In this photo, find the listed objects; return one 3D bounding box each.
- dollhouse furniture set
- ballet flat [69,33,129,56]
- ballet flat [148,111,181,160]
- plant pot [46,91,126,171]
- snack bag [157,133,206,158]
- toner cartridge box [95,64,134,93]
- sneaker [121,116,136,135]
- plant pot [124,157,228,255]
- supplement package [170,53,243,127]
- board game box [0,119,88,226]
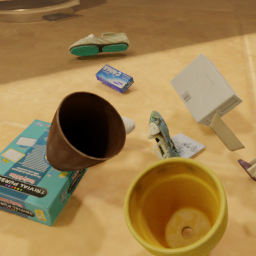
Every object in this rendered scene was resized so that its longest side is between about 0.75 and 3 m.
[{"bbox_3d":[2.847,0.139,6.259,1.813,1.286,1.436,53,10,10],"label":"dollhouse furniture set"},{"bbox_3d":[-1.382,-4.021,13.303,2.890,0.975,0.901,-7,74,-13],"label":"ballet flat"},{"bbox_3d":[0.831,0.306,7.182,0.612,0.612,1.648,-17,69,-23],"label":"ballet flat"},{"bbox_3d":[-1.061,0.272,5.755,1.451,1.553,1.451,20,52,-28],"label":"plant pot"},{"bbox_3d":[1.487,0.516,7.789,1.023,0.109,0.964,-26,41,-34],"label":"snack bag"},{"bbox_3d":[-0.525,-1.897,10.702,1.418,0.306,0.674,31,68,30],"label":"toner cartridge box"},{"bbox_3d":[-0.595,-0.264,7.355,1.658,0.824,0.646,8,43,-3],"label":"sneaker"},{"bbox_3d":[0.933,1.583,4.885,1.621,1.525,1.621,-14,46,15],"label":"plant pot"},{"bbox_3d":[2.316,-1.102,8.410,0.919,1.291,1.658,13,43,-51],"label":"supplement package"},{"bbox_3d":[-2.077,0.895,6.784,1.938,0.602,2.567,14,38,13],"label":"board game box"}]
